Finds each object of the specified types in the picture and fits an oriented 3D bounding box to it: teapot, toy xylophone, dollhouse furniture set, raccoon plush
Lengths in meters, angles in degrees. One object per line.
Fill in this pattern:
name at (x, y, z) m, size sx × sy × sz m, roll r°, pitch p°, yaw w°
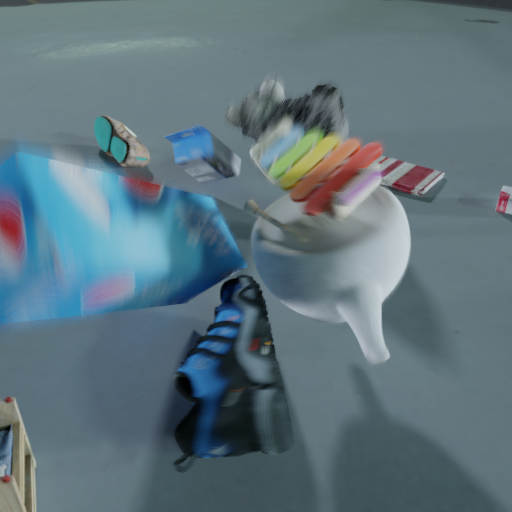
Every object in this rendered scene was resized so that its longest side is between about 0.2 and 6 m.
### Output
teapot at (0.987, 0.092, 7.203) m, size 2.094 × 1.550 × 2.122 m, roll 8°, pitch 41°, yaw 34°
toy xylophone at (0.587, -0.895, 6.607) m, size 1.833 × 0.461 × 1.342 m, roll 28°, pitch 70°, yaw 43°
dollhouse furniture set at (-3.047, 2.288, 5.403) m, size 1.562 × 1.095 × 1.101 m, roll -11°, pitch 34°, yaw -17°
raccoon plush at (0.577, -1.918, 10.852) m, size 2.256 × 1.629 × 3.367 m, roll -7°, pitch 66°, yaw 19°

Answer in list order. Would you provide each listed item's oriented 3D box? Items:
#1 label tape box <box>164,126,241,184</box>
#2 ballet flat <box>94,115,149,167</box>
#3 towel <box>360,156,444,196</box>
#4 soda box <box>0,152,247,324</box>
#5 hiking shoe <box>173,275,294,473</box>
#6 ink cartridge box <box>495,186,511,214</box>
label tape box at (-1.122, -2.071, 11.629) m, size 1.003 × 1.400 × 0.463 m, roll -9°, pitch 66°, yaw 32°
ballet flat at (-3.318, -2.792, 13.941) m, size 0.834 × 0.844 × 2.481 m, roll 3°, pitch 31°, yaw -36°
towel at (3.191, -1.909, 12.927) m, size 1.906 × 0.217 × 1.373 m, roll 22°, pitch 36°, yaw 28°
soda box at (-1.606, -0.120, 6.790) m, size 1.194 × 1.262 × 3.721 m, roll -31°, pitch -13°, yaw 20°
hiking shoe at (-0.427, 1.218, 7.095) m, size 1.332 × 1.143 × 3.073 m, roll -12°, pitch 27°, yaw -1°
ink cartridge box at (5.430, -1.095, 11.475) m, size 0.849 × 0.354 × 0.617 m, roll 16°, pitch 36°, yaw 24°
